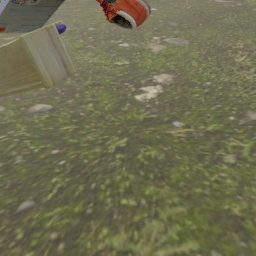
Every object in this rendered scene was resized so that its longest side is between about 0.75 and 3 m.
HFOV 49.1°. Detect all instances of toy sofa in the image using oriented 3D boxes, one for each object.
[{"bbox_3d":[-1.466,-0.867,3.875,1.615,0.669,0.788,-6,27,35],"label":"toy sofa"}]

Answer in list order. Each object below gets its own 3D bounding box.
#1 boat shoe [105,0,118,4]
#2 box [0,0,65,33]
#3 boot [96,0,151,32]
[{"bbox_3d":[-0.397,-3.321,6.382,0.641,0.737,1.999,-31,28,-4],"label":"boat shoe"},{"bbox_3d":[-2.096,-2.663,5.968,1.765,0.363,1.376,-29,-1,39],"label":"box"},{"bbox_3d":[-0.566,-4.157,9.232,2.547,0.956,1.366,31,58,-2],"label":"boot"}]
